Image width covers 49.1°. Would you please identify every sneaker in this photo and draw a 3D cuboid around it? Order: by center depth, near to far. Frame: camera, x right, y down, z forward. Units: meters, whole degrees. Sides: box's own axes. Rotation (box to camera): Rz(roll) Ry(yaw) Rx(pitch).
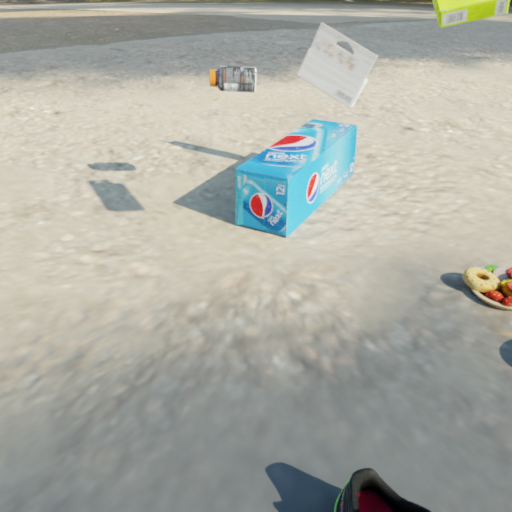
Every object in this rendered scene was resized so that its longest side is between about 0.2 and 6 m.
[{"bbox_3d":[1.177,2.367,4.231,0.684,0.747,1.782,-16,34,-26],"label":"sneaker"}]

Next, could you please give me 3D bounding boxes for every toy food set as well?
[{"bbox_3d":[3.614,0.433,8.076,1.041,0.256,1.051,-12,31,-19],"label":"toy food set"}]

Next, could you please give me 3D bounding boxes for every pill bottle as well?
[{"bbox_3d":[-0.395,-2.961,9.374,0.774,0.411,0.411,1,30,-4],"label":"pill bottle"}]

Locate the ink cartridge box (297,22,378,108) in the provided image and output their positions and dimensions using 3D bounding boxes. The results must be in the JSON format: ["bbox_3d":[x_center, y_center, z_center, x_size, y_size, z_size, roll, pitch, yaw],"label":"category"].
[{"bbox_3d":[1.523,-3.555,10.441,1.246,1.097,0.279,35,38,9],"label":"ink cartridge box"}]

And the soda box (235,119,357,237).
[{"bbox_3d":[0.864,-1.618,10.745,1.066,1.127,3.323,15,34,24],"label":"soda box"}]

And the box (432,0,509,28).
[{"bbox_3d":[2.119,-2.891,5.742,0.675,0.264,1.106,-8,65,13],"label":"box"}]
